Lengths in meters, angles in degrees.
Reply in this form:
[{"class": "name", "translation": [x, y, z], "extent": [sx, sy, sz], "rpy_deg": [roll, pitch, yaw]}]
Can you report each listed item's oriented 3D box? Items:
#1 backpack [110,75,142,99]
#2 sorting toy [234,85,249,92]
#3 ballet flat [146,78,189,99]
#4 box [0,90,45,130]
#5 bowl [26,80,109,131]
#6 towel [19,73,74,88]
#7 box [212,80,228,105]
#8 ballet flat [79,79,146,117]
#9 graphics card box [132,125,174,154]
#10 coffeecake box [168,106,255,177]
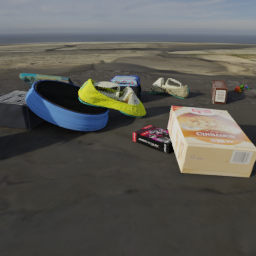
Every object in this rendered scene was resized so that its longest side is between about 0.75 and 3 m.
[{"class": "backpack", "translation": [-0.079, -1.932, 13.411], "extent": [1.576, 1.162, 1.727], "rpy_deg": [4, 21, 11]}, {"class": "sorting toy", "translation": [6.186, -2.088, 15.066], "extent": [1.018, 0.353, 0.351], "rpy_deg": [-15, 49, -30]}, {"class": "ballet flat", "translation": [1.996, -2.098, 14.153], "extent": [2.349, 0.884, 0.797], "rpy_deg": [15, 31, 33]}, {"class": "box", "translation": [-3.954, -0.708, 10.465], "extent": [1.628, 1.011, 1.641], "rpy_deg": [6, 22, 14]}, {"class": "bowl", "translation": [-2.095, -0.911, 10.150], "extent": [3.006, 0.590, 3.006], "rpy_deg": [20, 22, -8]}, {"class": "towel", "translation": [-3.434, -1.819, 12.763], "extent": [2.540, 1.863, 0.276], "rpy_deg": [9, 68, 19]}, {"class": "box", "translation": [4.342, -1.734, 13.364], "extent": [0.600, 0.802, 1.602], "rpy_deg": [6, 22, 13]}, {"class": "ballet flat", "translation": [-0.360, -1.126, 10.366], "extent": [2.971, 0.996, 0.993], "rpy_deg": [12, 34, -32]}, {"class": "graphics card box", "translation": [0.934, 0.329, 8.752], "extent": [1.401, 0.356, 0.879], "rpy_deg": [21, 29, 40]}, {"class": "coffeecake box", "translation": [2.156, 0.280, 7.682], "extent": [1.751, 0.834, 2.282], "rpy_deg": [4, 28, -4]}]
